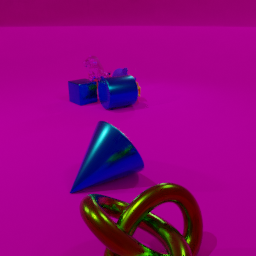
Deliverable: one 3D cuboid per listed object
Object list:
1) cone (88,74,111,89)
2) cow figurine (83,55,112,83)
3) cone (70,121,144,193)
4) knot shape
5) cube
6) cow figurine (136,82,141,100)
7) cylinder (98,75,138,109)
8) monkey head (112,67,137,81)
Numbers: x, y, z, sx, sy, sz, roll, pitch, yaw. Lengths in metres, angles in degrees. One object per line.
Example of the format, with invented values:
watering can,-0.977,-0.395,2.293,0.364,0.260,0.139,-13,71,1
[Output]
cone,-1.172,-2.099,12.067,0.900,0.896,0.896,-17,24,-4
cow figurine,-1.139,-2.164,10.551,0.693,1.263,1.243,-17,20,17
cone,-0.653,0.833,5.746,1.416,1.411,1.411,-42,40,-21
knot shape,0.331,1.423,3.768,1.703,0.841,1.820,-12,45,-29
cube,-1.790,-1.445,11.121,0.837,0.837,0.837,-19,29,-39
cow figurine,-0.242,-1.518,11.399,1.430,0.785,1.407,-9,18,-36
cylinder,-0.386,-1.350,10.454,1.151,1.151,1.151,-11,25,-27
monkey head,-0.195,-2.417,13.181,1.067,0.894,1.484,-25,6,-24
